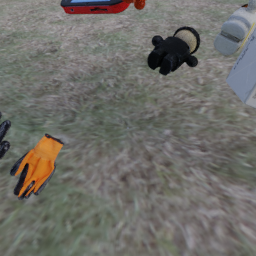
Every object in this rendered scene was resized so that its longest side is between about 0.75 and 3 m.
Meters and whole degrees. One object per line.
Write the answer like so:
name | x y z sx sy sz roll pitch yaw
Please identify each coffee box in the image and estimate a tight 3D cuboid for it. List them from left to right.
coffee box | 3.390 -0.840 4.735 2.784 1.592 1.110 18 28 -10

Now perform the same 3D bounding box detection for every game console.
game console | -0.686 -4.069 8.225 2.316 0.359 2.048 13 61 28

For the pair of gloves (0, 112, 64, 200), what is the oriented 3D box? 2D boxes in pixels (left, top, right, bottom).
pair of gloves | -1.201 0.298 2.848 0.938 0.835 0.116 28 14 -16

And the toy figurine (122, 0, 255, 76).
toy figurine | 1.480 -2.796 6.220 2.724 2.767 1.925 -10 25 43
